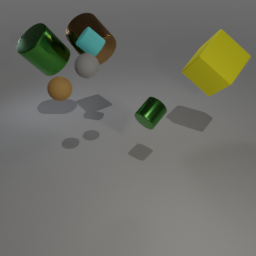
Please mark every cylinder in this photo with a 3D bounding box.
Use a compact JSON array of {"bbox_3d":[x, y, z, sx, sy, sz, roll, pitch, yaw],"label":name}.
[{"bbox_3d":[-3.134,-2.911,10.496,1.400,1.400,1.400,-17,55,25],"label":"cylinder"},{"bbox_3d":[0.663,-0.434,8.181,0.700,0.700,0.700,27,69,37],"label":"cylinder"},{"bbox_3d":[-1.221,-2.790,9.131,0.700,0.700,0.700,35,20,-25],"label":"cylinder"},{"bbox_3d":[-1.378,-3.294,10.478,1.400,1.400,1.400,-23,65,-34],"label":"cylinder"}]

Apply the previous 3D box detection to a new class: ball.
[{"bbox_3d":[-1.951,-1.127,8.024,0.700,0.700,0.700,0,31,0],"label":"ball"},{"bbox_3d":[-1.168,-1.763,7.955,0.700,0.700,0.700,0,31,0],"label":"ball"}]

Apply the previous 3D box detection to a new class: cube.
[{"bbox_3d":[3.025,-2.213,9.748,1.400,1.400,1.400,40,72,-5],"label":"cube"}]
